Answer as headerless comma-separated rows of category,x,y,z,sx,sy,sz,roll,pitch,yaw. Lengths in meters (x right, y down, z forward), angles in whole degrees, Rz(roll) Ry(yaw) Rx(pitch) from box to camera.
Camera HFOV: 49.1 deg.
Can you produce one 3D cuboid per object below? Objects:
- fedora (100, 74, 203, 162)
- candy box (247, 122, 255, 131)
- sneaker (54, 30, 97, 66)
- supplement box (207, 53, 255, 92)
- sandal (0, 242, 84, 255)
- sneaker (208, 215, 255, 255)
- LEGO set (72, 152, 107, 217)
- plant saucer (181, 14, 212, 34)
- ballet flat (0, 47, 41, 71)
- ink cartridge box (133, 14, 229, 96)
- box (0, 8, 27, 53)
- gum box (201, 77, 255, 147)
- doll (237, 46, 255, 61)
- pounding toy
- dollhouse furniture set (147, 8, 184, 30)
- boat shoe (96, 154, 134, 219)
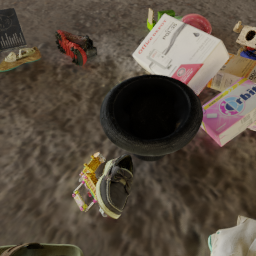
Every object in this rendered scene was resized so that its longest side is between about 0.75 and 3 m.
fedora,0.624,-0.157,7.814,2.996,1.368,2.996,-1,47,1
candy box,4.089,-0.501,8.874,1.125,0.480,1.341,22,47,22
sneaker,-2.189,-3.512,11.862,1.231,0.891,2.521,-27,51,-26
supplement box,4.239,-1.754,9.958,2.308,0.849,1.455,25,49,24
sandal,-2.005,2.561,5.412,2.257,0.644,0.896,-7,43,-7
sneaker,1.890,2.533,5.464,2.297,0.864,1.016,-24,35,-32
LEGO set,-0.911,1.347,6.851,0.894,0.723,1.943,27,23,-36
plant saucer,3.160,-4.695,13.204,1.503,0.381,1.503,3,67,-7
ballet flat,-4.439,-2.876,11.381,1.833,0.598,0.646,-32,52,-29
ink cartridge box,1.770,-2.541,9.946,2.011,1.136,2.745,-51,53,6
box,-3.799,-2.831,8.289,1.116,1.135,0.703,-26,19,-34
gum box,3.107,-0.535,8.198,1.980,0.655,1.124,-36,48,1
doll,5.480,-2.668,11.184,2.154,0.522,1.470,33,39,31
pounding toy,5.040,-3.764,11.752,1.653,0.861,1.881,13,22,-30
dollhouse furniture set,2.299,-5.404,13.700,2.359,1.184,1.545,-13,44,-14
boat shoe,-0.214,1.178,6.400,0.730,0.671,2.042,41,17,-12
